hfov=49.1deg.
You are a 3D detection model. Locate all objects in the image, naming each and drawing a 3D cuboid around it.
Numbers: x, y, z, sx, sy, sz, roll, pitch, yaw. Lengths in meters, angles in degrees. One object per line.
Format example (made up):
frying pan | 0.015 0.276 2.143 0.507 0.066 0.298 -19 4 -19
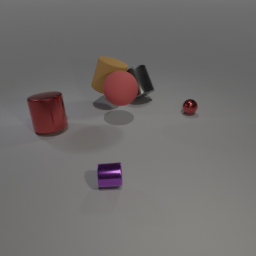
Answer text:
ball | -0.297 -1.584 11.234 1.400 1.400 1.400 0 29 0
ball | 2.869 -0.990 12.951 0.700 0.700 0.700 0 29 0
cylinder | -0.852 -2.398 12.903 1.400 1.400 1.400 16 25 -7
cylinder | -3.283 -0.659 11.488 1.400 1.400 1.400 -6 20 2
cylinder | -0.533 1.398 8.382 0.700 0.700 0.700 -4 29 -1
cylinder | 0.465 -2.275 14.145 1.400 1.400 1.400 -22 1 0
